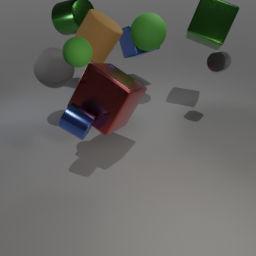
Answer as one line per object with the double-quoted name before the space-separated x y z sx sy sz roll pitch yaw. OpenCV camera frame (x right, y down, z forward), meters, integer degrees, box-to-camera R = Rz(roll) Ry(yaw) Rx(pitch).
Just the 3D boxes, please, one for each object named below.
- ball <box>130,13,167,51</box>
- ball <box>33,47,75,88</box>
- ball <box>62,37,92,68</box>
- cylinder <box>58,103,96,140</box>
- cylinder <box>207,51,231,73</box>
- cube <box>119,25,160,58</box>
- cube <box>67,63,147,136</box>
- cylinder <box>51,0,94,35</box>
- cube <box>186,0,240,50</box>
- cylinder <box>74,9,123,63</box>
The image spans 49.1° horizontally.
"ball" 0.786 -3.708 10.838 1.400 1.400 1.400 0 30 0
"ball" -2.583 -2.099 9.802 1.400 1.400 1.400 0 30 0
"ball" -1.191 -1.784 6.601 0.700 0.700 0.700 0 30 0
"cylinder" -1.265 -0.165 7.021 0.700 0.700 0.700 31 33 -2
"cylinder" 3.166 -2.304 9.732 0.700 0.700 0.700 16 21 26
"cube" 0.496 -4.343 13.723 1.400 1.400 1.400 -24 18 -22
"cube" -0.552 -0.854 7.837 1.400 1.400 1.400 36 22 10
"cylinder" -2.366 -4.852 12.254 1.400 1.400 1.400 7 28 36
"cube" 3.158 -3.976 10.681 1.400 1.400 1.400 24 11 6
"cylinder" -1.125 -3.298 10.185 1.400 1.400 1.400 30 28 -18
